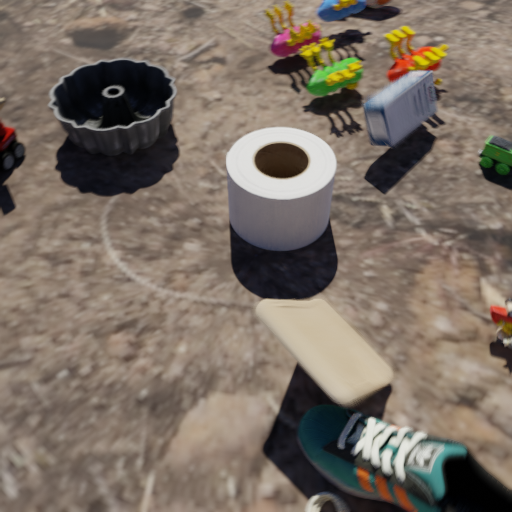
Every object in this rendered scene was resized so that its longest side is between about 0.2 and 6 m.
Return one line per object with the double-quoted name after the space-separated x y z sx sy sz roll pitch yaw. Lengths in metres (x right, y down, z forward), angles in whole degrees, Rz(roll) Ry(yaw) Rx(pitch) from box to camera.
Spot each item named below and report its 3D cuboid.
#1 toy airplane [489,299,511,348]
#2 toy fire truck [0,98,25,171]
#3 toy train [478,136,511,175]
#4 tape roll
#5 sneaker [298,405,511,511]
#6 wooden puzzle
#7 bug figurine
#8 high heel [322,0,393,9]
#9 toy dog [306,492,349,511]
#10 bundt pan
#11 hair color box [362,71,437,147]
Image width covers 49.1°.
3.363 0.930 7.252 0.714 0.504 0.711 -3 52 -43 "toy airplane"
-4.375 -1.918 9.099 0.829 1.288 1.134 14 51 13 "toy fire truck"
4.618 -1.427 9.172 1.943 0.548 0.405 29 55 23 "toy train"
0.362 -1.022 8.457 1.612 1.107 1.612 0 50 -1 "tape roll"
1.577 2.125 5.761 2.548 1.018 0.909 22 51 26 "sneaker"
0.809 1.069 6.552 1.438 0.289 1.555 46 21 24 "wooden puzzle"
1.881 -4.335 11.386 2.926 0.971 3.773 -23 55 -15 "bug figurine"
2.467 -6.259 13.259 1.847 0.622 0.886 -21 62 -1 "high heel"
0.771 3.027 5.159 1.190 0.869 1.804 24 54 19 "toy dog"
-2.473 -2.582 9.979 2.200 0.826 2.200 0 50 0 "bundt pan"
2.502 -2.550 9.654 1.520 0.760 0.460 -37 35 -31 "hair color box"
